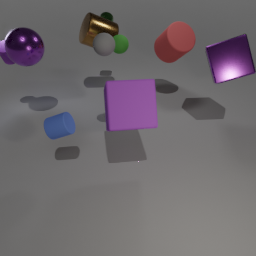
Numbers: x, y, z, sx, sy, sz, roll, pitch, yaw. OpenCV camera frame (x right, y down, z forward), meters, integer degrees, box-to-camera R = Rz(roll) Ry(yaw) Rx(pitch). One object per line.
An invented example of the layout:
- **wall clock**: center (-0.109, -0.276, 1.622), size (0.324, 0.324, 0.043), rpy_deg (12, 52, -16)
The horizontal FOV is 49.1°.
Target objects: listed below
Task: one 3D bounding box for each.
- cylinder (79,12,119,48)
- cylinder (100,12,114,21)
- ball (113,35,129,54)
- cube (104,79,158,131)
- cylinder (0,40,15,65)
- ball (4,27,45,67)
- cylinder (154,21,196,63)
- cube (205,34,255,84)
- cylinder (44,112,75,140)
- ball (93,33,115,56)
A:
- **cylinder**: center (-1.341, -4.329, 12.778), size (1.400, 1.400, 1.400), rpy_deg (12, 25, -28)
- **cylinder**: center (-1.076, -5.162, 13.657), size (0.700, 0.700, 0.700), rpy_deg (2, 51, 3)
- **ball**: center (-0.320, -3.152, 10.546), size (0.700, 0.700, 0.700), rpy_deg (0, 32, 0)
- **cube**: center (0.032, -0.641, 8.472), size (1.400, 1.400, 1.400), rpy_deg (-4, -1, -7)
- **cylinder**: center (-4.743, -3.008, 11.127), size (0.700, 0.700, 0.700), rpy_deg (-2, 61, 3)
- **ball**: center (-3.827, -3.001, 10.407), size (1.400, 1.400, 1.400), rpy_deg (0, 32, 0)
- **cylinder**: center (2.084, -3.830, 12.639), size (1.400, 1.400, 1.400), rpy_deg (-14, -3, -20)
- **cube**: center (3.759, -2.504, 10.436), size (1.400, 1.400, 1.400), rpy_deg (-15, 6, 17)
- **cylinder**: center (-2.075, -0.065, 8.530), size (0.700, 0.700, 0.700), rpy_deg (-17, 29, 15)
- **ball**: center (-0.744, -2.589, 8.697), size (0.700, 0.700, 0.700), rpy_deg (0, 32, 0)
